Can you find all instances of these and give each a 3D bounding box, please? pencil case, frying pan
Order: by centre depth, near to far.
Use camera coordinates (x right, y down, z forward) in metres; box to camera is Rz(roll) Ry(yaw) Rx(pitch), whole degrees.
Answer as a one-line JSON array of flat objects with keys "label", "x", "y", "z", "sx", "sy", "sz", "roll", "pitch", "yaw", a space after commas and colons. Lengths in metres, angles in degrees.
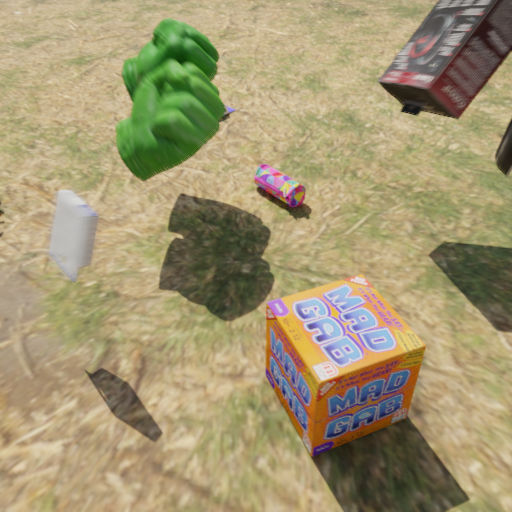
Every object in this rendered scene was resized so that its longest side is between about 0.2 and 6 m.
[{"label": "frying pan", "x": 4.725, "y": -2.321, "z": 9.819, "sx": 0.540, "sy": 2.007, "sz": 3.318, "roll": 25, "pitch": 19, "yaw": 18}, {"label": "pencil case", "x": 0.522, "y": -1.603, "z": 12.736, "sx": 0.606, "sy": 0.606, "sz": 1.372, "roll": -27, "pitch": 44, "yaw": -29}]

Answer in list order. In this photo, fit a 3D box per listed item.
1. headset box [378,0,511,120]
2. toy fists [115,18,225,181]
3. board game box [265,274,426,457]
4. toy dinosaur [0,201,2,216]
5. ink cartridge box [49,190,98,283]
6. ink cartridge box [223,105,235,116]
[{"label": "headset box", "x": 3.573, "y": -3.715, "z": 10.401, "sx": 0.946, "sy": 2.521, "sz": 1.874, "roll": 34, "pitch": 7, "yaw": -25}, {"label": "toy fists", "x": -1.726, "y": -3.345, "z": 11.235, "sx": 2.001, "sy": 1.350, "sz": 3.925, "roll": -24, "pitch": 47, "yaw": 19}, {"label": "board game box", "x": 1.173, "y": 1.527, "z": 8.066, "sx": 1.603, "sy": 1.602, "sz": 1.601, "roll": -15, "pitch": 41, "yaw": -18}, {"label": "toy dinosaur", "x": -5.879, "y": -0.689, "z": 11.820, "sx": 0.825, "sy": 0.469, "sz": 1.553, "roll": 0, "pitch": 26, "yaw": 30}, {"label": "ink cartridge box", "x": -2.770, "y": -0.308, "z": 8.468, "sx": 0.235, "sy": 1.086, "sz": 1.066, "roll": -3, "pitch": 28, "yaw": -41}, {"label": "ink cartridge box", "x": -1.534, "y": -4.319, "z": 16.292, "sx": 1.356, "sy": 0.297, "sz": 1.369, "roll": 27, "pitch": 45, "yaw": 30}]
